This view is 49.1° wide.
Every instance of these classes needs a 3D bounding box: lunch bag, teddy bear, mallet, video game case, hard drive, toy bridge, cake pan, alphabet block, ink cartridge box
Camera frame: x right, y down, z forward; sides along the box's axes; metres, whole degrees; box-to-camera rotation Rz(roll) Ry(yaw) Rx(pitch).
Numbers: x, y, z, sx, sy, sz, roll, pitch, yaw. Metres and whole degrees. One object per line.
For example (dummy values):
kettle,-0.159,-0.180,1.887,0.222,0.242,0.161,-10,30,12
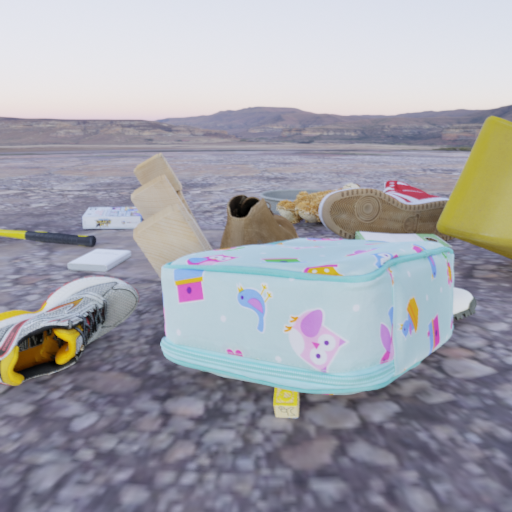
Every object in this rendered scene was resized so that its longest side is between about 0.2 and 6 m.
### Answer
lunch bag,0.623,0.461,5.945,2.483,1.193,3.095,1,5,33
teddy bear,1.788,-1.297,13.822,2.732,0.912,1.981,-7,6,-21
mallet,-4.845,-0.463,11.750,3.075,0.633,1.013,5,10,-2
video game case,-3.531,-0.945,13.906,1.352,0.339,1.491,-2,14,-10
hard drive,-2.816,0.073,10.160,0.724,0.144,1.097,3,14,9
toy bridge,-1.262,-0.434,8.920,0.685,1.692,5.034,-31,22,-1
cake pan,1.358,-1.561,16.161,2.525,0.463,2.525,0,14,0
alphabet block,0.268,1.280,4.927,0.215,0.220,0.216,-1,46,6
ink cartridge box,2.752,-0.166,10.684,1.585,0.380,1.153,4,14,0

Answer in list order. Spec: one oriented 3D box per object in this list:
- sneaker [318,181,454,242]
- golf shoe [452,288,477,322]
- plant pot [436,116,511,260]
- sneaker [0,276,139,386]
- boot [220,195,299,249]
sneaker,2.668,-1.004,12.309,3.402,1.212,1.913,3,16,-20
golf shoe,1.846,0.385,7.382,2.053,0.904,0.792,6,14,16
plant pot,4.599,-0.825,8.935,2.083,2.083,1.837,17,12,-21
sneaker,-2.022,0.842,6.028,0.824,0.781,2.006,15,29,34
boot,0.141,-0.555,10.414,1.254,1.286,3.408,1,13,13
